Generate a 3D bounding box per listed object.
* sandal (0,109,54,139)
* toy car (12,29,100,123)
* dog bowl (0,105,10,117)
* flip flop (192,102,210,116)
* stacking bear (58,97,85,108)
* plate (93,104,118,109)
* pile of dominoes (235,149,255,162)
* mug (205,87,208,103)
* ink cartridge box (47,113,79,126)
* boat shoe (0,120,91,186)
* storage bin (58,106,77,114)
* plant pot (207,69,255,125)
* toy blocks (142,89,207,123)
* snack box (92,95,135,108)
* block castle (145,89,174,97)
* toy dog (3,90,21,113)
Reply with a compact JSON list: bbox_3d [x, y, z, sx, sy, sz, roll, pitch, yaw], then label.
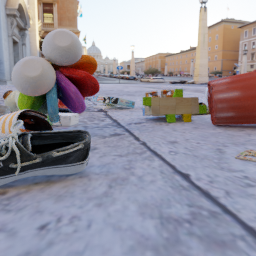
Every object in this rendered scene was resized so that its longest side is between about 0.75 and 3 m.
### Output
[{"bbox_3d":[-2.215,-0.025,6.765,3.003,0.861,1.151,4,12,22],"label":"sandal"},{"bbox_3d":[-1.759,-1.164,7.520,1.826,2.436,2.132,36,-23,2],"label":"toy car"},{"bbox_3d":[-4.722,-0.203,8.070,2.484,0.728,2.484,-1,11,0],"label":"dog bowl"},{"bbox_3d":[3.055,-0.852,12.030,1.735,0.499,0.704,-6,12,-28],"label":"flip flop"},{"bbox_3d":[-3.586,-1.582,13.274,2.991,1.816,1.701,0,-2,41],"label":"stacking bear"},{"bbox_3d":[-1.142,-1.078,14.145,0.942,0.152,0.940,-10,15,-42],"label":"plate"},{"bbox_3d":[2.841,0.535,5.710,1.069,0.170,0.833,8,14,35],"label":"pile of dominoes"},{"bbox_3d":[4.918,-1.542,13.996,1.701,2.072,1.659,-2,40,39],"label":"mug"},{"bbox_3d":[-2.194,-0.299,9.506,0.869,0.366,0.635,3,11,17],"label":"ink cartridge box"},{"bbox_3d":[-1.680,0.374,4.363,2.263,0.773,0.836,0,42,-18],"label":"boat shoe"},{"bbox_3d":[-2.287,-0.505,10.280,0.795,0.578,0.534,6,2,27],"label":"storage bin"},{"bbox_3d":[3.698,-0.928,9.184,1.960,2.015,2.015,-7,10,10],"label":"plant pot"},{"bbox_3d":[1.510,-0.780,10.663,2.379,1.189,1.626,-1,0,-12],"label":"toy blocks"},{"bbox_3d":[-0.748,-1.358,14.280,1.999,0.371,1.161,12,2,43],"label":"snack box"},{"bbox_3d":[1.687,-1.413,14.341,1.662,0.780,1.111,-7,24,-1],"label":"block castle"},{"bbox_3d":[-4.161,-0.984,11.360,1.911,1.334,1.853,10,50,34],"label":"toy dog"}]
